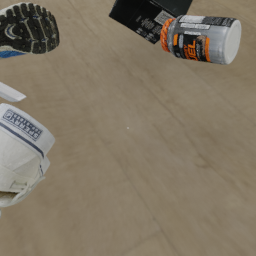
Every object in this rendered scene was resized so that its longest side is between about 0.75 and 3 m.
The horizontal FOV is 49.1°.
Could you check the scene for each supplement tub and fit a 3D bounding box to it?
[{"bbox_3d":[1.277,-1.600,5.024,1.267,0.776,0.776,19,51,33],"label":"supplement tub"}]

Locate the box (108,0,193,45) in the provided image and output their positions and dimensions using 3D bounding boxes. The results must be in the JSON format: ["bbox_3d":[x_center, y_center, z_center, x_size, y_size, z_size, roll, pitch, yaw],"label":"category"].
[{"bbox_3d":[1.045,-4.533,8.426,1.860,2.222,2.992,27,82,-14],"label":"box"}]

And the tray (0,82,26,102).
[{"bbox_3d":[-2.271,-0.716,4.669,1.083,0.120,0.582,29,7,-13],"label":"tray"}]

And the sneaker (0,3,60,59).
[{"bbox_3d":[-2.870,-2.066,6.219,2.889,1.135,1.288,-23,23,-40],"label":"sneaker"}]

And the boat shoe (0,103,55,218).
[{"bbox_3d":[-1.848,0.721,4.157,1.109,3.003,1.280,36,66,-12],"label":"boat shoe"}]
